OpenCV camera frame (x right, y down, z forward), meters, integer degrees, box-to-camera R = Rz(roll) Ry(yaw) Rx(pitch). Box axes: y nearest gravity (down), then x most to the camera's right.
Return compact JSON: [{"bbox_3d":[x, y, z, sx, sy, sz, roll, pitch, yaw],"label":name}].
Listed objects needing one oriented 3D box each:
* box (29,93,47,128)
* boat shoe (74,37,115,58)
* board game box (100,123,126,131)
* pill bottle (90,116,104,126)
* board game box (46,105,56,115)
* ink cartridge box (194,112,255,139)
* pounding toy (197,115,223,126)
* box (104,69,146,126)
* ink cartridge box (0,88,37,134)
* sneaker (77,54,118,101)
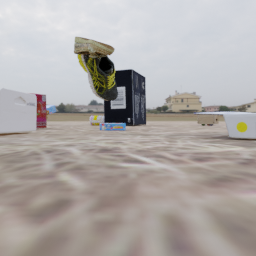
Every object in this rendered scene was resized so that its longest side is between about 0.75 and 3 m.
[{"bbox_3d":[-4.034,-0.560,9.103,1.271,1.217,2.549,1,2,35],"label":"box"},{"bbox_3d":[-1.142,-2.566,9.196,0.694,0.594,1.895,5,17,-43],"label":"boat shoe"},{"bbox_3d":[-0.492,-0.040,8.743,0.745,0.213,0.761,0,2,-9],"label":"board game box"},{"bbox_3d":[-1.548,-0.406,15.485,1.053,0.549,0.549,1,2,14],"label":"pill bottle"},{"bbox_3d":[-5.836,-0.752,16.069,2.062,0.499,2.726,1,18,28],"label":"board game box"},{"bbox_3d":[2.766,-0.070,5.129,2.343,0.550,2.315,-1,2,38],"label":"ink cartridge box"},{"bbox_3d":[4.647,-0.464,15.060,1.485,0.679,1.305,1,2,30],"label":"pounding toy"},{"bbox_3d":[-0.095,-1.546,15.361,1.685,2.822,2.870,-1,1,17],"label":"box"},{"bbox_3d":[-3.503,-0.350,6.389,2.275,0.959,1.661,0,2,10],"label":"ink cartridge box"},{"bbox_3d":[-0.928,-1.942,10.572,1.112,0.978,2.627,15,-29,37],"label":"sneaker"}]
